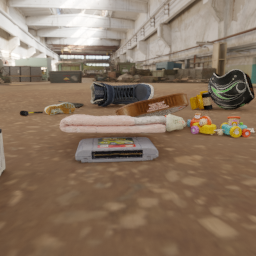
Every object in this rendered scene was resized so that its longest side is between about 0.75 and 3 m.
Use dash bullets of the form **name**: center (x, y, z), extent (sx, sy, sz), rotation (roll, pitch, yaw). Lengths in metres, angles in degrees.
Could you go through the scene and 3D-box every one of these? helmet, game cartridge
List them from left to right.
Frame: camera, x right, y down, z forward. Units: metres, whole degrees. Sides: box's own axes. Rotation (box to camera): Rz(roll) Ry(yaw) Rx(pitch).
- **game cartridge**: center (-0.249, 0.423, 5.821), extent (1.593, 0.326, 1.060), rotation (-1, 7, -6)
- **helmet**: center (4.593, -1.760, 12.710), extent (1.801, 1.889, 1.889), rotation (-19, 0, 32)

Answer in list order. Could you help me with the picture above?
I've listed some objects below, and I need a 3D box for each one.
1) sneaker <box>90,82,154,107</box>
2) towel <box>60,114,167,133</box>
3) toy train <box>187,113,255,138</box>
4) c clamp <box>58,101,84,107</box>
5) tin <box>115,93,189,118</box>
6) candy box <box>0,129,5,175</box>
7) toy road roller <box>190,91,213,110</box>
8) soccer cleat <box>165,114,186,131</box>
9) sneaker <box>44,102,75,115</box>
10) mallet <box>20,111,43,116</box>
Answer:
- **sneaker**: center (-0.462, -1.616, 13.335), extent (3.009, 1.144, 2.174), rotation (-3, -4, 41)
- **towel**: center (-0.340, -0.134, 6.533), extent (2.154, 0.364, 2.256), rotation (0, 3, -4)
- **toy train**: center (2.571, -0.164, 8.085), extent (1.963, 0.546, 1.475), rotation (6, 13, 30)
- **c clamp**: center (-2.981, -1.168, 14.150), extent (1.422, 0.225, 1.664), rotation (5, 10, -2)
- **tin**: center (0.784, -0.600, 8.905), extent (2.354, 0.493, 1.318), rotation (-14, -3, -8)
- **candy box**: center (-2.800, 0.587, 3.672), extent (1.809, 0.772, 2.157), rotation (-2, 11, -12)
- **toy road roller**: center (3.364, -1.250, 13.066), extent (0.939, 0.791, 1.287), rotation (-10, 10, 11)
- **soccer cleat**: center (1.370, -0.154, 8.093), extent (0.530, 0.474, 1.368), rotation (6, 5, 18)
- **sneaker**: center (-2.852, -0.833, 11.652), extent (1.260, 0.477, 0.552), rotation (-6, 12, -33)
- **mallet**: center (-3.854, -0.617, 11.372), extent (0.337, 0.210, 1.022), rotation (8, 10, 38)
